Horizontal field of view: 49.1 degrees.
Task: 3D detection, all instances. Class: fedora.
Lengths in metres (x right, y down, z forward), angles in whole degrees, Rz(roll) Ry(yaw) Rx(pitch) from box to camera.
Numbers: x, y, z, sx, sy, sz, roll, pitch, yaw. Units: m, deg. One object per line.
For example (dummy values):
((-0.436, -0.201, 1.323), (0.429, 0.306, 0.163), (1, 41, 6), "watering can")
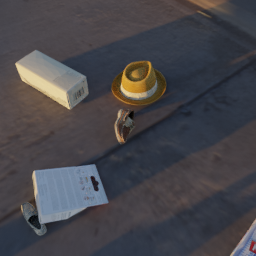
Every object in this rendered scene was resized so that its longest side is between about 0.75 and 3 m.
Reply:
((0.413, -1.818, 10.300), (2.171, 0.885, 2.171), (0, 51, 0), "fedora")

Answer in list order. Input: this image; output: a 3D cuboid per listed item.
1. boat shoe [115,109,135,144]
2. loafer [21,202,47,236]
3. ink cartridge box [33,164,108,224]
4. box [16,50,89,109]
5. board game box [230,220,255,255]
((-0.064, -0.119, 9.016), (0.538, 0.568, 1.500), (-11, 44, 17), "boat shoe")
((-2.487, 2.331, 7.348), (0.370, 0.369, 1.057), (-36, 60, -25), "loafer")
((-1.634, 1.763, 7.805), (1.799, 0.513, 1.462), (0, 42, -28), "ink cartridge box")
((-2.773, -1.812, 10.281), (2.622, 0.896, 1.077), (31, 58, 23), "box")
((3.361, 3.164, 6.503), (2.152, 0.664, 2.150), (24, 56, 18), "board game box")
